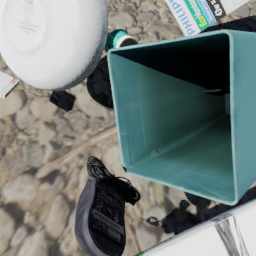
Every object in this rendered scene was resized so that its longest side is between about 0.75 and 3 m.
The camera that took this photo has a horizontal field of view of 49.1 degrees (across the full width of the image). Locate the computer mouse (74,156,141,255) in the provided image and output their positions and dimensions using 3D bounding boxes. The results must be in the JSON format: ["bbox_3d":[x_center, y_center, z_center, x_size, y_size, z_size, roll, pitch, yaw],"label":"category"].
[{"bbox_3d":[-0.317,1.080,3.538,1.001,0.381,1.446,41,24,-16],"label":"computer mouse"}]

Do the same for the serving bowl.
[{"bbox_3d":[-1.690,-1.997,5.377,2.585,2.585,0.850,31,21,18],"label":"serving bowl"}]

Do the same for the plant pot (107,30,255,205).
[{"bbox_3d":[1.388,-0.445,4.398,2.675,1.890,1.891,-19,18,-41],"label":"plant pot"}]

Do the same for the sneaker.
[{"bbox_3d":[-0.015,-1.580,6.113,0.635,1.520,0.918,-41,54,1],"label":"sneaker"}]

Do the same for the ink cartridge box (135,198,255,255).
[{"bbox_3d":[1.050,1.650,3.300,2.468,1.803,1.041,-24,68,-2],"label":"ink cartridge box"}]

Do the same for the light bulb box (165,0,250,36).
[{"bbox_3d":[1.828,-3.267,6.180,2.052,1.280,2.034,-29,25,22],"label":"light bulb box"}]

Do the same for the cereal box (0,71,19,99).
[{"bbox_3d":[-3.011,-1.054,6.347,0.848,0.168,0.610,27,45,-5],"label":"cereal box"}]
